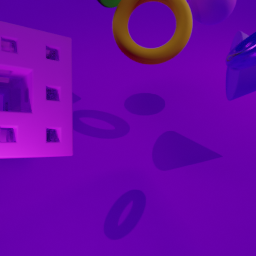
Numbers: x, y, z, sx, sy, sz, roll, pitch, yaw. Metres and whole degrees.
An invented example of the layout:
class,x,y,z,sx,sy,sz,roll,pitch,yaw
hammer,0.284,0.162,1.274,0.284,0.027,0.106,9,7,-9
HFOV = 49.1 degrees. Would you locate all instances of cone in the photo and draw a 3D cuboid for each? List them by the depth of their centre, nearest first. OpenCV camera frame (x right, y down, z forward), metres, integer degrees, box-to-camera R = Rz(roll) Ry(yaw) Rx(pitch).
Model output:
class,x,y,z,sx,sy,sz,roll,pitch,yaw
cone,3.020,-1.269,5.998,1.493,1.487,1.487,5,43,9

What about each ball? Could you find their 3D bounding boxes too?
class,x,y,z,sx,sy,sz,roll,pitch,yaw
ball,2.142,-3.264,7.170,1.191,1.191,1.191,0,42,0

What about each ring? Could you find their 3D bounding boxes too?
class,x,y,z,sx,sy,sz,roll,pitch,yaw
ring,1.938,-1.222,3.824,1.293,1.293,0.259,-43,100,-37
ring,0.559,-2.432,6.599,1.885,1.885,0.377,6,0,7

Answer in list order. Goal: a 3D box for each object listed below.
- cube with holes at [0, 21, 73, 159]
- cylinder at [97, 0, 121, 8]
class,x,y,z,sx,sy,sz,roll,pitch,yaw
cube with holes,-1.592,-0.327,3.354,1.375,1.375,1.375,2,-7,-36
cylinder,-0.593,-3.926,7.013,1.265,1.265,1.265,-29,67,-28
